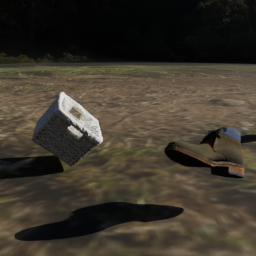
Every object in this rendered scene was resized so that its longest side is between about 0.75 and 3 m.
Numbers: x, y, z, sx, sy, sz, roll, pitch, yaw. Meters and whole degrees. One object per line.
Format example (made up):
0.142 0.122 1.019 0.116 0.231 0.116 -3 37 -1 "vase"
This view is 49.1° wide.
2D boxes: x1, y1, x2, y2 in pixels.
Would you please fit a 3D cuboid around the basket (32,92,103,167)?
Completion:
-1.241 0.033 5.791 1.104 0.896 1.114 40 10 -24 "basket"

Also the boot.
1.139 0.247 4.061 1.460 0.708 0.545 21 -19 -30 "boot"
